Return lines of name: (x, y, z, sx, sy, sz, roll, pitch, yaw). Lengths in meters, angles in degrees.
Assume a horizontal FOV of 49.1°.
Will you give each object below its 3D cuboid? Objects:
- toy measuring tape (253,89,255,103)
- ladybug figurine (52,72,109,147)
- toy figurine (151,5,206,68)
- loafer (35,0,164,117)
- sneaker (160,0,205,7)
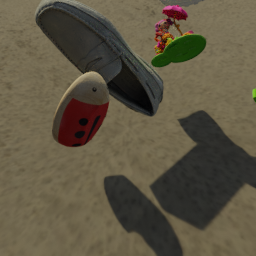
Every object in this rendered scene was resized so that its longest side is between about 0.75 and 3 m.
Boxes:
toy measuring tape: (2.519, -0.287, 4.619, 0.523, 1.422, 0.523, -30, 37, 27)
ladybug figurine: (-0.560, -0.157, 3.527, 0.405, 1.125, 0.764, 39, 35, 17)
toy figurine: (0.671, -1.476, 4.335, 0.872, 0.654, 0.802, -23, 68, 26)
loafer: (-0.338, -1.029, 4.361, 2.432, 0.850, 0.849, 31, 42, -27)
sneaker: (1.987, -3.957, 6.961, 2.780, 1.119, 1.062, -13, 72, 23)
